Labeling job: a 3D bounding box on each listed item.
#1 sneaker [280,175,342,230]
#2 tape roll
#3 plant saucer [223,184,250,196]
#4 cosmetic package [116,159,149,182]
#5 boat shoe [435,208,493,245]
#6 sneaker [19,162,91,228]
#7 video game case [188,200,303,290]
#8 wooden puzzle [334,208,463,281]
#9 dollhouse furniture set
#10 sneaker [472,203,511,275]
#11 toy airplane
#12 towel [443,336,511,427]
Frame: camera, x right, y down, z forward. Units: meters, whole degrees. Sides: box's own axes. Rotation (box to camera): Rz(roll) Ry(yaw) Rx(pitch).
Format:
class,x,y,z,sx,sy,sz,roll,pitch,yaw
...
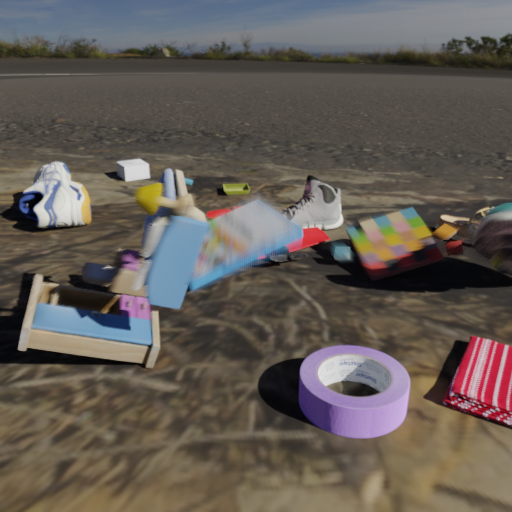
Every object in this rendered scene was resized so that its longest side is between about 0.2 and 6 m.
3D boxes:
class,x,y,z,sx,sy,sz,roll,pitch,yaw
sneaker,0.911,-1.116,12.018,2.116,1.222,0.794,-11,26,-25
tape roll,1.158,1.585,6.701,1.287,0.422,1.287,0,22,0
plant saucer,-0.530,-1.744,14.858,0.675,0.162,0.676,-2,23,-6
cosmetic package,-3.576,-2.493,16.256,0.731,0.451,0.734,-14,28,-29
boat shoe,4.796,-0.612,11.407,2.234,0.773,0.824,17,28,35
sneaker,-4.887,-1.452,12.965,1.306,1.115,2.962,-14,26,-30
video game case,-0.509,-0.272,10.137,2.245,0.200,1.607,-25,36,-19
wooden puzzle,2.544,-0.249,10.316,2.278,0.160,1.351,-17,46,-1
dollhouse furniture set,-1.878,-0.253,7.382,1.698,2.602,2.457,13,29,-20
sneaker,4.120,-0.376,8.978,0.979,1.006,2.526,8,-11,31
toy airplane,0.021,-0.492,11.437,2.895,0.533,2.895,-1,24,0
towel,3.650,1.648,6.766,2.359,0.265,1.706,13,25,28
